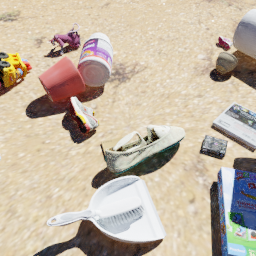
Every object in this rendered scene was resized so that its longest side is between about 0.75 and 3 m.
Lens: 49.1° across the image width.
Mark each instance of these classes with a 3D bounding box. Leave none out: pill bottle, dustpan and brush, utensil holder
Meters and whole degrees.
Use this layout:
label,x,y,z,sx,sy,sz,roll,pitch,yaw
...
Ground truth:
label,x,y,z,sx,sy,sz,roll,pitch,yaw
pill bottle,-1.314,-2.961,11.729,1.344,1.344,2.413,1,46,1
dustpan and brush,-0.598,2.198,7.194,2.800,0.801,1.954,-13,48,-12
utensil holder,6.135,-3.903,12.205,2.006,2.006,2.360,-29,52,-25

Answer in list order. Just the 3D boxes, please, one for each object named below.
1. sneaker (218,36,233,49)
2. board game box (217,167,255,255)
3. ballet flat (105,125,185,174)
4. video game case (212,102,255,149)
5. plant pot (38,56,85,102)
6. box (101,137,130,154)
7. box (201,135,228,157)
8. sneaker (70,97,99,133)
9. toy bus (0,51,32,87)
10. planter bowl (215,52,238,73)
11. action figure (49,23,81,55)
label,x,y,z,sx,sy,sz,roll,pitch,yaw
sneaker,4.745,-4.185,13.622,0.383,0.353,0.867,-23,59,-22
board game box,3.364,2.274,7.277,1.885,0.456,2.492,10,46,3
ballet flat,0.604,0.416,8.657,2.920,0.910,0.985,-27,20,-24
video game case,4.076,-0.142,9.856,1.656,0.193,1.505,34,56,29
plant pot,-2.558,-1.768,10.644,1.318,1.490,1.490,-32,53,-14
box,-0.354,0.641,9.167,0.916,0.097,0.749,-12,48,-11
box,2.842,0.577,9.179,0.764,0.166,0.612,15,48,14
sneaker,-1.591,-0.488,9.963,0.697,0.660,1.697,-16,53,-29
toy bus,-4.689,-2.465,11.643,1.427,1.008,1.486,-9,47,-31
planter bowl,4.113,-2.717,11.927,0.898,0.898,0.604,35,82,28
action figure,-2.957,-4.166,13.108,1.552,1.156,1.040,-14,52,-31
